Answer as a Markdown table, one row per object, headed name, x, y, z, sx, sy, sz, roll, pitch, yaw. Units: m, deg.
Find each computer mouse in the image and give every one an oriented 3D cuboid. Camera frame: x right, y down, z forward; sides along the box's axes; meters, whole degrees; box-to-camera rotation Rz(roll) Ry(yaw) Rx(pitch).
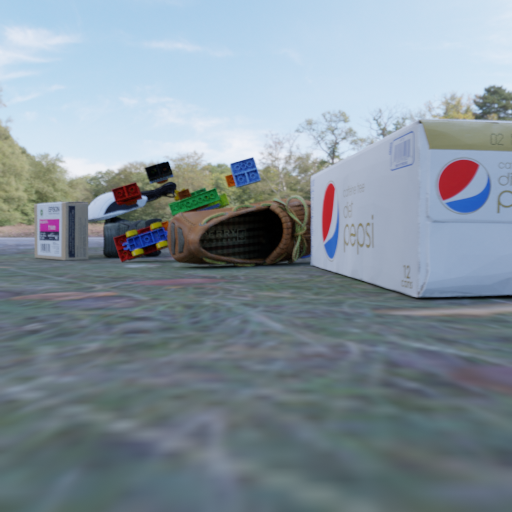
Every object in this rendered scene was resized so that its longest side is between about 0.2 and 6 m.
| name | x | y | z | sx | sy | sz | roll | pitch | yaw |
| --- | --- | --- | --- | --- | --- | --- | --- | --- | --- |
| computer mouse | -2.643 | -1.142 | 11.394 | 1.127 | 0.451 | 2.055 | -3 | 16 | 35 |

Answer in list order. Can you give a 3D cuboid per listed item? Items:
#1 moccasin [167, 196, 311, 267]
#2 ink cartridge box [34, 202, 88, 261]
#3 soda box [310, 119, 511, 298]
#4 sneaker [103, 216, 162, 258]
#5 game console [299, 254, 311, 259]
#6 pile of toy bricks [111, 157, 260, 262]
| name | x | y | z | sx | sy | sz | roll | pitch | yaw |
| --- | --- | --- | --- | --- | --- | --- | --- | --- | --- |
| moccasin | 0.173 | -0.352 | 7.810 | 2.776 | 1.015 | 1.072 | 0 | 6 | -37 |
| ink cartridge box | -3.384 | -0.426 | 9.690 | 1.201 | 0.990 | 0.451 | 2 | 3 | 45 |
| soda box | 1.584 | -0.414 | 5.881 | 1.379 | 1.289 | 4.050 | 0 | 3 | -5 |
| sneaker | -2.409 | -0.366 | 11.015 | 1.209 | 0.807 | 2.110 | 1 | 5 | -17 |
| game console | 0.508 | -0.305 | 10.552 | 0.973 | 0.674 | 1.140 | 1 | 3 | 15 |
| pile of toy bricks | -1.038 | -0.783 | 9.335 | 2.689 | 1.492 | 1.328 | -17 | -3 | -7 |
